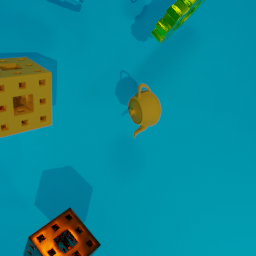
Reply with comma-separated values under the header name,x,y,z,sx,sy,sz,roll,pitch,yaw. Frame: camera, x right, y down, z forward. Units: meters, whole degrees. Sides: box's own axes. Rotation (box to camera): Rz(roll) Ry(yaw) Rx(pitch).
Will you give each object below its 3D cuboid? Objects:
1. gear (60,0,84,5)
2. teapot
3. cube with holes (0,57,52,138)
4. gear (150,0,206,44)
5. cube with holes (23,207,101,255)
name,x,y,z,sx,sy,sz,roll,pitch,yaw
gear,-1.887,-3.411,6.359,1.898,1.898,0.351,22,98,3
teapot,0.339,-0.407,6.809,0.703,0.893,1.437,-16,125,-27
cube with holes,-2.724,-0.783,6.576,1.345,1.345,1.345,33,127,39
gear,1.310,-2.812,6.751,1.796,1.796,0.332,-44,92,-5
cube with holes,-1.513,2.756,6.330,1.110,1.110,1.110,45,45,16
